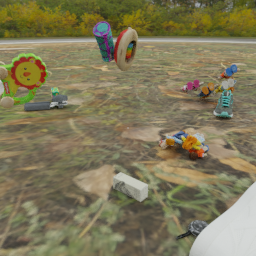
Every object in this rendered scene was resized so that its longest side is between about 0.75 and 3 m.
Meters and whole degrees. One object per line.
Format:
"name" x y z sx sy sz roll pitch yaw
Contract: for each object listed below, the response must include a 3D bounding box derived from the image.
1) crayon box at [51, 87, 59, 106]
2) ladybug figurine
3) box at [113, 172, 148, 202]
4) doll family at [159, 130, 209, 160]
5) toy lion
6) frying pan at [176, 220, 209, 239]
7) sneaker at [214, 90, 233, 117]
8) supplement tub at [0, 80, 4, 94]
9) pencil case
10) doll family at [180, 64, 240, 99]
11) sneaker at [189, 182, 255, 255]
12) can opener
"crayon box" -3.293 -1.437 12.717 0.308 0.628 1.058 -7 22 -16
"ladybug figurine" -0.132 -3.336 11.835 0.661 1.838 1.248 28 34 23
"box" 0.048 1.322 6.319 0.818 0.336 0.280 17 28 38
"doll family" 1.586 0.369 8.166 1.553 0.700 0.964 18 28 37
"toy lion" -3.114 -1.426 8.299 1.467 1.531 0.526 -11 38 -21
"frying pan" 1.221 1.881 5.257 0.729 0.119 0.441 2 21 -5
"sneaker" 3.919 -1.029 11.372 0.751 0.883 1.936 7 24 16
"supplement tub" -6.615 -2.124 14.146 0.823 0.823 1.132 -11 25 -26
"pencil case" -0.922 -3.560 11.765 0.752 1.767 0.816 -24 64 -2
"doll family" 3.792 -1.765 12.554 2.685 1.210 1.667 -19 -2 11
"sneaker" 2.463 1.767 4.511 2.735 1.007 1.580 -27 35 -32
"can opener" -3.476 -1.106 11.925 1.813 0.606 0.484 -5 23 -13
